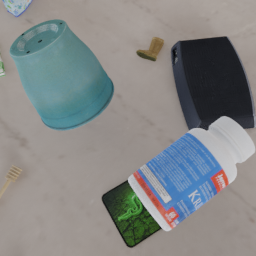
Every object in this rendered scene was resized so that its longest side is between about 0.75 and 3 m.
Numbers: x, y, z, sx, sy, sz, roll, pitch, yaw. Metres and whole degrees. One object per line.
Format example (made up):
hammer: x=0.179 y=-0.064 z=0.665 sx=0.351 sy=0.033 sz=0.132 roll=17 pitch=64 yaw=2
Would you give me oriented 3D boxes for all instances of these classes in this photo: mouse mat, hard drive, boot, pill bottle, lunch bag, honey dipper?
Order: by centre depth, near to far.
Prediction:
pill bottle: x=1.071 y=0.688 z=4.662 sx=1.949 sy=1.094 sz=1.094 roll=-37 pitch=70 yaw=-3
mouse mat: x=0.401 y=1.775 z=6.643 sx=1.726 sy=0.065 sz=1.389 roll=-29 pitch=68 yaw=-12
honey dipper: x=-3.053 y=1.589 z=6.644 sx=0.287 sy=0.287 sz=1.512 roll=24 pitch=69 yaw=11
hard drive: x=2.349 y=-1.311 z=7.793 sx=1.970 sy=0.618 sz=2.921 roll=-6 pitch=65 yaw=-3
boot: x=0.677 y=-2.456 z=8.549 sx=0.689 sy=0.260 sz=0.787 roll=22 pitch=67 yaw=-4
lunch bag: x=-3.575 y=-4.272 z=9.075 sx=0.614 sy=0.819 sz=0.963 roll=36 pitch=71 yaw=15

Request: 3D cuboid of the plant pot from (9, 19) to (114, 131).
plant pot: x=-1.390 y=-1.141 z=5.662 sx=1.775 sy=1.668 sz=1.775 roll=-12 pitch=47 yaw=14

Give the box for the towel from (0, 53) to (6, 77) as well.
towel: x=-4.284 y=-1.969 z=8.362 sx=1.059 sy=0.162 sz=1.388 roll=-20 pitch=67 yaw=-8
